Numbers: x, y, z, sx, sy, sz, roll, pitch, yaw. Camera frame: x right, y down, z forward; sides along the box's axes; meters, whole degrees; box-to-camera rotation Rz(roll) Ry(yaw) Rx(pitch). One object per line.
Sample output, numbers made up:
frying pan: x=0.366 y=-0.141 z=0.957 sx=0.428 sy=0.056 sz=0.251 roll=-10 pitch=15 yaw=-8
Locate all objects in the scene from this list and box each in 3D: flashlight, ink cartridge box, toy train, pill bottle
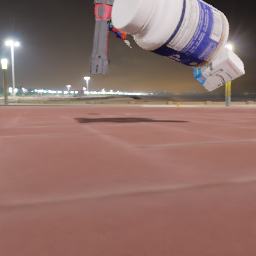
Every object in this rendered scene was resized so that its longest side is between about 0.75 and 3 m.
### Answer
flashlight: x=-0.676 y=-2.620 z=7.860 sx=0.734 sy=2.167 sz=0.736 roll=0 pitch=19 yaw=-22
ink cartridge box: x=2.783 y=-1.778 z=8.625 sx=0.892 sy=0.515 sz=1.222 roll=30 pitch=-40 yaw=-31
toy train: x=-0.131 y=-4.170 z=11.994 sx=1.392 sy=0.805 sz=0.589 roll=32 pitch=4 yaw=-38
pill bottle: x=1.125 y=-2.821 z=7.538 sx=2.927 sy=1.752 sz=1.752 roll=11 pitch=-1 yaw=-34
